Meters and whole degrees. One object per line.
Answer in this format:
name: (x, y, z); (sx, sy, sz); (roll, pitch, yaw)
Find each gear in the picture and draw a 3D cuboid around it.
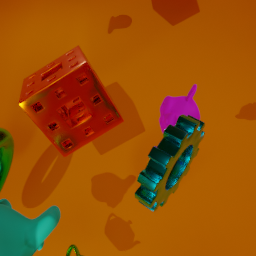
gear: (0.626, 0.498, 3.983); (0.261, 1.413, 1.413); (30, 65, 25)

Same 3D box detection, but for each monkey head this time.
monkey head: (-1.341, 1.111, 3.064); (0.875, 1.452, 1.045); (43, 86, -7)
monkey head: (0.924, -0.171, 4.849); (0.702, 0.838, 1.164); (2, 104, -1)

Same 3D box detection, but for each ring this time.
ring: (-2.638, 0.915, 5.065); (0.392, 1.960, 1.960); (20, 62, -4)

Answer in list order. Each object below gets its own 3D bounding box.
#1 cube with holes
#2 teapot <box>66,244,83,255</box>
cube with holes: (-1.139, -0.578, 5.666); (1.376, 1.376, 1.376); (-31, 31, 1)
teapot: (-0.693, 2.300, 4.202); (0.608, 0.772, 1.242); (-49, 42, 7)
